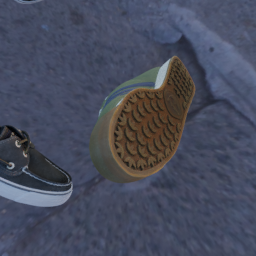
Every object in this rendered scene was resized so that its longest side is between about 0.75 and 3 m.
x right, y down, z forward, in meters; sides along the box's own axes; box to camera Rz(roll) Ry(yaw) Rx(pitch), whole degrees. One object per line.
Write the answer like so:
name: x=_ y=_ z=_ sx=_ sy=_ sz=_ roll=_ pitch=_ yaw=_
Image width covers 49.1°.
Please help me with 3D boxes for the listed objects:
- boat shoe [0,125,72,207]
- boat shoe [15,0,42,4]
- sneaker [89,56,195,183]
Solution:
boat shoe: x=-1.722 y=0.284 z=3.694 sx=2.501 sy=0.858 sz=0.708 roll=32 pitch=104 yaw=-27
boat shoe: x=-1.294 y=-3.367 z=5.826 sx=2.632 sy=0.972 sz=0.899 roll=-27 pitch=44 yaw=-4
sneaker: x=0.058 y=-0.103 z=4.216 sx=0.993 sy=1.329 sz=2.961 roll=56 pitch=36 yaw=-13
